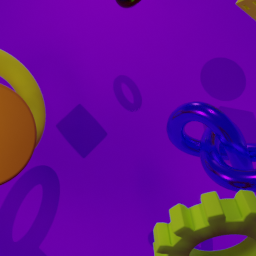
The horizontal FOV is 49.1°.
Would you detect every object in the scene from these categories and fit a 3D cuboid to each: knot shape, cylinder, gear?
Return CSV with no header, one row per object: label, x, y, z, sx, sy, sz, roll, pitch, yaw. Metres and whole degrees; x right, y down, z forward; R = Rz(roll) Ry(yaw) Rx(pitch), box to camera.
knot shape,1.460,0.348,3.894,1.757,1.644,0.812,27,99,-24
cylinder,-1.782,0.081,3.133,1.095,1.095,1.095,-3,60,43
gear,0.864,1.080,2.612,1.235,1.235,0.228,-2,37,-1

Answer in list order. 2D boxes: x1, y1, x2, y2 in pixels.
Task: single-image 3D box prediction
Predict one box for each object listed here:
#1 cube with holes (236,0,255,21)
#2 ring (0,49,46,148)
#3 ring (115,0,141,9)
cube with holes,2.874,-2.481,5.048,1.033,1.033,1.033,32,96,-13
ring,-2.235,-0.361,4.593,0.417,2.084,2.084,-13,63,33
ring,0.097,-3.135,5.973,0.228,1.142,1.142,8,60,-41
